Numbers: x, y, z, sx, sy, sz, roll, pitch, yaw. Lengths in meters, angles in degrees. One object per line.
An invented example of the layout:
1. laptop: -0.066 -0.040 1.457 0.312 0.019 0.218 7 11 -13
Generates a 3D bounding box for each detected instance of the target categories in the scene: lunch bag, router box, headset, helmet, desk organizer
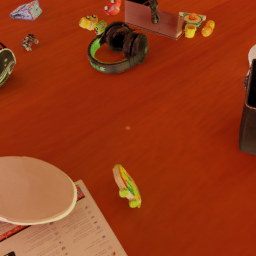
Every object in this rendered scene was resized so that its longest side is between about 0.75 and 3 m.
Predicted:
1. lunch bag: -4.320 -4.872 11.707 1.124 0.529 0.846 1 47 18
2. router box: -1.383 2.339 4.795 2.416 0.590 2.169 -24 51 -21
3. headset: -0.044 -3.032 9.295 2.930 1.377 1.810 -39 58 -17
4. helmet: -4.226 -1.804 7.909 1.713 1.713 1.633 28 64 24
5. desk organizer: 1.055 -4.332 10.811 2.414 0.929 0.866 26 52 22

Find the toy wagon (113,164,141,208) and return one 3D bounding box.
1. toy wagon: 0.026 1.197 5.569 0.203 1.028 0.798 -32 31 7

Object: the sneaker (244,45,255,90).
1. sneaker: 4.087 -1.747 8.588 0.771 0.764 2.126 33 56 -16

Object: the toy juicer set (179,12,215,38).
1. toy juicer set: 2.758 -4.257 11.019 1.246 0.533 1.959 0 46 0

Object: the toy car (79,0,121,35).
1. toy car: -0.903 -3.711 9.930 1.680 1.581 0.375 -36 84 -9

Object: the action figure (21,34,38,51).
1. action figure: -3.502 -3.026 9.919 0.547 0.470 0.921 -60 26 -11

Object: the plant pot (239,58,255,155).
1. plant pot: 3.522 -0.266 6.507 1.883 1.674 1.887 16 50 14

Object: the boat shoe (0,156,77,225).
1. boat shoe: -2.306 1.185 5.123 2.983 1.383 1.114 7 66 5
